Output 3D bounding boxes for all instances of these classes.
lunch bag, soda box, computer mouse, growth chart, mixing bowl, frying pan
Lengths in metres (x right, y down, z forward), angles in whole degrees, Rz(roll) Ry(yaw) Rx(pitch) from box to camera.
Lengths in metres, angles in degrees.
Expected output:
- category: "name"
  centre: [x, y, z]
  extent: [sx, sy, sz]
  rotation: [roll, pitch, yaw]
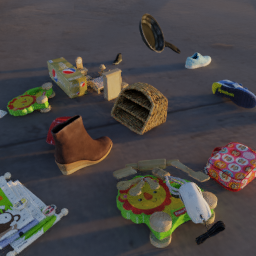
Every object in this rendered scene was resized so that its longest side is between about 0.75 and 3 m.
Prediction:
- category: "lunch bag"
  centre: [3.365, 1.137, 9.067]
  extent: [1.702, 0.697, 1.499]
  rotation: [-26, 44, -30]
- category: "soda box"
  centre: [-2.989, -2.496, 13.655]
  extent: [0.878, 0.929, 2.742]
  rotation: [-21, 42, -26]
- category: "computer mouse"
  centre: [1.780, 2.127, 7.068]
  extent: [0.861, 1.570, 0.345]
  rotation: [-29, 3, 7]
- category: "growth chart"
  centre: [-3.434, 2.369, 7.845]
  extent: [2.933, 0.260, 2.123]
  rotation: [23, 44, 29]
- category: "mixing bowl"
  centre: [-2.187, 0.043, 10.001]
  extent: [1.486, 0.805, 1.486]
  rotation: [0, 12, 0]
- category: "frying pan"
  centre: [1.192, -3.665, 11.070]
  extent: [0.409, 1.519, 2.510]
  rotation: [-16, -1, 37]

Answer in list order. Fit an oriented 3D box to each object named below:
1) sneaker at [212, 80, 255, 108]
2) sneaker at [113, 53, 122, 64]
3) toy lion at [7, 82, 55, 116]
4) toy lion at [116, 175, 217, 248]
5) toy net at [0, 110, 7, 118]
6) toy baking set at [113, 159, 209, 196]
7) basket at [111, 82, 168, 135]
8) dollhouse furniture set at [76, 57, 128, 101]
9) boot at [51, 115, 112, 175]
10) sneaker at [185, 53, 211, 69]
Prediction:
- category: "sneaker"
  centre: [4.924, -1.631, 12.645]
  extent: [0.906, 0.815, 2.203]
  rotation: [-24, 44, -31]
- category: "sneaker"
  centre: [-0.625, -3.965, 15.996]
  extent: [0.308, 0.437, 0.824]
  rotation: [15, 40, 19]
- category: "toy lion"
  centre: [-4.298, -1.212, 12.340]
  extent: [1.831, 0.656, 1.911]
  rotation: [-7, 37, 3]
- category: "toy lion"
  centre: [0.943, 2.054, 7.959]
  extent: [2.333, 0.801, 2.236]
  rotation: [-17, 33, -21]
- category: "toy net"
  centre: [-5.757, -0.450, 11.496]
  extent: [1.526, 0.295, 0.801]
  rotation: [-21, 42, -26]
- category: "toy baking set"
  centre: [0.883, 1.448, 8.307]
  extent: [2.774, 0.323, 2.129]
  rotation: [-7, 17, 6]
- category: "basket"
  centre: [0.402, -0.898, 11.162]
  extent: [1.471, 1.410, 1.975]
  rotation: [-26, 44, -31]
- category: "dollhouse furniture set"
  centre: [-1.268, -2.673, 13.620]
  extent: [1.483, 1.267, 2.861]
  rotation: [-26, 44, -30]
- category: "boot"
  centre: [-1.397, 0.378, 9.106]
  extent: [0.809, 1.859, 2.235]
  rotation: [30, 47, 33]
- category: "sneaker"
  centre: [3.987, -3.849, 15.600]
  extent: [1.791, 0.734, 0.662]
  rotation: [-24, 45, -28]
